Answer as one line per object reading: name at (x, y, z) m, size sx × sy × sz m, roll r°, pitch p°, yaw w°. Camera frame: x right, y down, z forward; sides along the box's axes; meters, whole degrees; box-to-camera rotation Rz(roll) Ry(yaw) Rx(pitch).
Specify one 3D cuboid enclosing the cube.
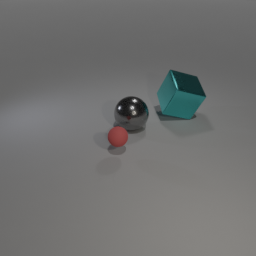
cube at (2.251, -1.424, 12.070) m, size 1.400 × 1.400 × 1.400 m, roll 10°, pitch 45°, yaw -19°

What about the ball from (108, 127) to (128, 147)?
ball at (-0.344, 0.298, 9.538) m, size 0.700 × 0.700 × 0.700 m, roll 0°, pitch 28°, yaw 0°

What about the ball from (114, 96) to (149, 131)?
ball at (0.137, -0.577, 11.256) m, size 1.400 × 1.400 × 1.400 m, roll 0°, pitch 28°, yaw 0°
